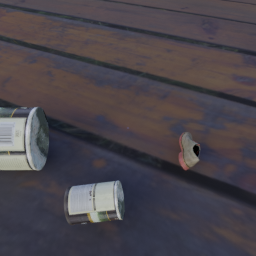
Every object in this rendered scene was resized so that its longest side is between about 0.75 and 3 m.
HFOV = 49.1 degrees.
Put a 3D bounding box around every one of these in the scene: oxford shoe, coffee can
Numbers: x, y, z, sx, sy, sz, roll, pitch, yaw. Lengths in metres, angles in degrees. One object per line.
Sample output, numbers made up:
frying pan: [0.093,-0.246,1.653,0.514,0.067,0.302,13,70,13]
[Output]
oxford shoe: [1.441,0.457,6.340,0.456,0.430,1.220,-29,25,27]
coffee can: [-2.814,0.237,6.011,1.881,1.376,1.376,0,40,-1]
coffee can: [-0.573,1.315,4.939,0.921,0.674,0.674,-8,39,7]
